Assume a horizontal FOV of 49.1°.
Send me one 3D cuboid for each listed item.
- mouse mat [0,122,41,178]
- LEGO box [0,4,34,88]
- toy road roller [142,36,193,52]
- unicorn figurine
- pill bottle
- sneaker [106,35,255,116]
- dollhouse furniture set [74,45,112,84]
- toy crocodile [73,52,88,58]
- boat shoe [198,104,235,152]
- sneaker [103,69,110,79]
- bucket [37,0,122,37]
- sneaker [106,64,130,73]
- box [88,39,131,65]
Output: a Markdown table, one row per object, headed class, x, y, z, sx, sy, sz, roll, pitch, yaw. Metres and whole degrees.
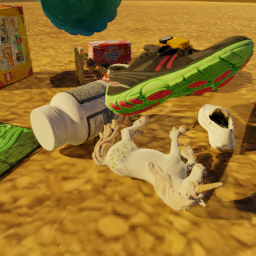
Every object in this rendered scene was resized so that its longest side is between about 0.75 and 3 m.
| class | x | y | z | sx | sy | sz | roll | pitch | yaw |
| --- | --- | --- | --- | --- | --- | --- | --- | --- | --- |
| mouse mat | -3.375 | 0.578 | 6.078 | 2.297 | 0.107 | 2.855 | 11 | 30 | 20 |
| LEGO box | -4.495 | -2.877 | 9.810 | 0.982 | 2.545 | 1.896 | 13 | 30 | 22 |
| toy road roller | 1.489 | -2.702 | 10.926 | 1.501 | 1.263 | 2.056 | -24 | 30 | -16 |
| unicorn figurine | 0.562 | 0.606 | 5.274 | 2.778 | 1.026 | 1.908 | -1 | 35 | 30 |
| pill bottle | -1.081 | -0.319 | 6.490 | 1.244 | 1.244 | 2.081 | 25 | 38 | 38 |
| sneaker | 0.587 | -0.826 | 3.694 | 2.047 | 0.786 | 0.858 | -16 | 70 | 15 |
| dollhouse furniture set | -1.212 | -2.595 | 10.634 | 1.538 | 1.254 | 1.463 | -11 | 31 | -19 |
| toy crocodile | -2.042 | -3.418 | 13.087 | 1.110 | 0.343 | 0.375 | -18 | 33 | -30 |
| boat shoe | 2.221 | -0.218 | 6.882 | 0.707 | 0.692 | 1.998 | 0 | 29 | 0 |
| sneaker | -0.373 | -1.188 | 8.989 | 0.525 | 0.774 | 1.340 | -1 | 51 | -52 |
| bucket | -1.111 | -2.904 | 5.960 | 1.731 | 1.731 | 1.126 | -12 | 36 | -21 |
| sneaker | 0.569 | -1.915 | 9.619 | 2.378 | 0.994 | 1.436 | 14 | 36 | 8 |
| box | -0.823 | -3.413 | 12.530 | 1.802 | 0.860 | 0.898 | -11 | 31 | -19 |
